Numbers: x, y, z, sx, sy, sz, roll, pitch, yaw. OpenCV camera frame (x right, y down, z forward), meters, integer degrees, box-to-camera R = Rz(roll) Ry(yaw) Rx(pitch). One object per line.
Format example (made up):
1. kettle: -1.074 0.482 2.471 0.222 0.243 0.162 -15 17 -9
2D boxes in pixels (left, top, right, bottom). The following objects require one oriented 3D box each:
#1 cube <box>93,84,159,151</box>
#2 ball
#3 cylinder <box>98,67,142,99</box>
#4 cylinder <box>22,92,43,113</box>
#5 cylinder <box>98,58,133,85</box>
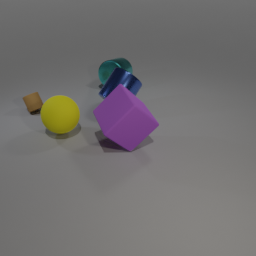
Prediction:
1. cube: -0.086 -0.338 9.522 1.400 1.400 1.400 -44 43 12
2. ball: -2.479 -0.494 10.284 1.400 1.400 1.400 0 29 0
3. cylinder: -0.329 -1.651 12.048 1.400 1.400 1.400 32 -3 2
4. cylinder: -4.111 -1.123 12.184 0.700 0.700 0.700 -23 8 4
5. cylinder: -0.638 -2.916 14.696 1.400 1.400 1.400 11 23 19
